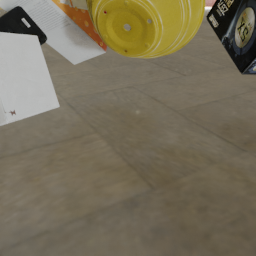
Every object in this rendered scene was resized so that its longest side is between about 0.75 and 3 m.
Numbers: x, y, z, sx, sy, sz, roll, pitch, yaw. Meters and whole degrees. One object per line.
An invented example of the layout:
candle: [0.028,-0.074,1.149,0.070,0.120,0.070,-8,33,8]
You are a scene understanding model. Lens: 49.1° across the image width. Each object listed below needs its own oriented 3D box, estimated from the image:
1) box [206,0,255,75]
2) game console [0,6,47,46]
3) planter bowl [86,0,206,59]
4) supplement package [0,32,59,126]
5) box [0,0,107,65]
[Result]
box: [3.189,-2.752,6.945,0.960,1.825,2.229,-5,60,-24]
game console: [-2.548,-1.882,6.515,1.270,0.841,1.444,-38,65,-7]
planter bowl: [0.146,-2.483,6.189,2.891,2.891,1.204,10,49,17]
supplement package: [-1.765,-0.402,3.188,1.594,0.907,0.873,-11,10,23]
box: [-2.014,-3.657,8.524,1.461,2.998,1.865,-11,63,32]
